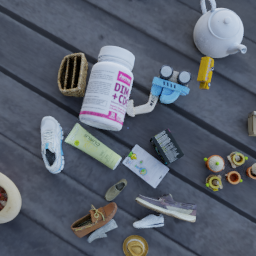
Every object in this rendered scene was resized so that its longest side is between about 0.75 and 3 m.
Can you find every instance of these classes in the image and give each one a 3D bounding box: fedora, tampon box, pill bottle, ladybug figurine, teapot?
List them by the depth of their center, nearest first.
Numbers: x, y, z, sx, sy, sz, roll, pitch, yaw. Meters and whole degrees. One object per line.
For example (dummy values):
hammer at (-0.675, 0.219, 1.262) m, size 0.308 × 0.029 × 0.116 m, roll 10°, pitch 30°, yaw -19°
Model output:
fedora at (0.284, 4.563, 10.594) m, size 0.980 × 0.399 × 0.980 m, roll 0°, pitch 81°, yaw 1°
ladybug figurine at (-5.154, 2.514, 10.635) m, size 2.580 × 0.928 × 1.751 m, roll 35°, pitch 83°, yaw 5°
pill bottle at (-0.741, -1.509, 10.881) m, size 1.680 × 1.680 × 2.963 m, roll 13°, pitch 81°, yaw 2°
tampon box at (1.497, 0.760, 10.916) m, size 0.767 × 0.910 × 1.215 m, roll -30°, pitch 82°, yaw -4°
teapot at (3.732, -4.029, 11.330) m, size 2.155 × 1.574 × 2.127 m, roll 16°, pitch 81°, yaw 3°

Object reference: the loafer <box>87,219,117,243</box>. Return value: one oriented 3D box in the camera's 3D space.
loafer at (-0.977, 3.985, 10.667) m, size 1.250 × 0.437 × 0.436 m, roll -36°, pitch 75°, yaw -6°

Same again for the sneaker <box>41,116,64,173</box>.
sneaker at (-2.998, 0.595, 10.916) m, size 0.868 × 1.003 × 2.315 m, roll -12°, pitch 80°, yaw -1°

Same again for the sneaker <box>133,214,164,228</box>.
sneaker at (0.777, 3.588, 10.773) m, size 1.194 × 0.456 × 0.480 m, roll -4°, pitch 71°, yaw -6°

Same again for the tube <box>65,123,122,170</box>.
tube at (-1.367, 0.788, 11.119) m, size 2.329 × 0.605 × 0.676 m, roll 34°, pitch 44°, yaw 10°

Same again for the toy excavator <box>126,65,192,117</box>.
toy excavator at (1.219, -1.328, 11.242) m, size 2.228 × 1.144 × 2.291 m, roll 18°, pitch 90°, yaw 4°

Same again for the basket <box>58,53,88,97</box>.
basket at (-2.284, -2.142, 11.245) m, size 1.119 × 1.168 × 1.568 m, roll 6°, pitch 82°, yaw 1°

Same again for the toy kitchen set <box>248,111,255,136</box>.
toy kitchen set at (6.106, -0.697, 10.533) m, size 2.335 × 2.107 × 1.905 m, roll 3°, pitch 80°, yaw -4°

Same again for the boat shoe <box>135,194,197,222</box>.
boat shoe at (1.481, 2.888, 10.666) m, size 2.387 × 0.859 × 0.774 m, roll 18°, pitch 75°, yaw 0°

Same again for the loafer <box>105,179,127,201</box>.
loafer at (-0.486, 2.412, 10.938) m, size 0.419 × 0.371 × 1.101 m, roll 43°, pitch 84°, yaw 6°

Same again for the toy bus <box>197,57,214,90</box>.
toy bus at (2.937, -2.069, 10.646) m, size 0.454 × 0.378 × 1.160 m, roll 14°, pitch 87°, yaw -41°

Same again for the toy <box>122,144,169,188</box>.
toy at (0.697, 1.504, 11.078) m, size 1.616 × 0.381 × 0.930 m, roll 37°, pitch 85°, yaw 9°

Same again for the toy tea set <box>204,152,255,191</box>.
toy tea set at (4.053, 1.589, 10.825) m, size 2.281 × 0.844 × 1.356 m, roll -13°, pitch 81°, yaw -2°

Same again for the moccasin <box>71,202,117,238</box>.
moccasin at (-1.275, 3.373, 10.590) m, size 1.884 × 0.689 × 0.727 m, roll -28°, pitch 124°, yaw 2°
